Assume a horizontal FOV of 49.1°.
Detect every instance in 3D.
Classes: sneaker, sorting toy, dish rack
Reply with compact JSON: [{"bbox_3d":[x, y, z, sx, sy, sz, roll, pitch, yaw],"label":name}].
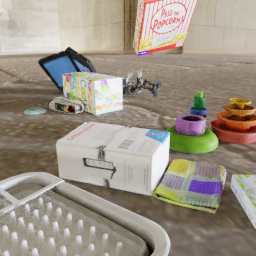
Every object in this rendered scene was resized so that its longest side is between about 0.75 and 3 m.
[{"bbox_3d":[-2.352,-0.810,10.327,1.444,0.534,0.572,7,25,18],"label":"sneaker"},{"bbox_3d":[2.260,-0.268,7.649,2.921,1.199,1.755,-7,20,-20],"label":"sorting toy"},{"bbox_3d":[-1.288,1.510,3.154,2.956,0.643,2.537,11,21,38],"label":"dish rack"}]

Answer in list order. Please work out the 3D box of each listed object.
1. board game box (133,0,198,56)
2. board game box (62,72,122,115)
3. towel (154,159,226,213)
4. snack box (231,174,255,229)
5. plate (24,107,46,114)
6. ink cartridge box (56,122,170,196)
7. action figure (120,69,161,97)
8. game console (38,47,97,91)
[{"bbox_3d":[1.253,-3.781,9.890,1.930,2.547,0.590,-16,66,-10],"label":"board game box"},{"bbox_3d":[-1.440,-1.463,11.079,1.272,1.250,2.426,-15,24,-37],"label":"board game box"},{"bbox_3d":[1.250,1.027,5.443,1.165,0.185,1.622,9,20,22],"label":"towel"},{"bbox_3d":[2.345,1.204,4.711,0.855,0.319,1.202,0,19,1],"label":"snack box"},{"bbox_3d":[-3.494,-0.662,10.518,0.803,0.103,0.803,0,18,0],"label":"plate"},{"bbox_3d":[-0.254,0.540,5.844,1.979,0.834,1.445,7,20,19],"label":"ink cartridge box"},{"bbox_3d":[0.337,-2.144,13.231,2.368,1.208,1.407,10,32,22],"label":"action figure"},{"bbox_3d":[-2.470,-2.324,12.870,2.191,2.491,1.450,37,78,25],"label":"game console"}]
